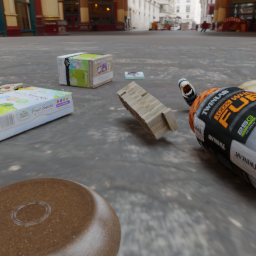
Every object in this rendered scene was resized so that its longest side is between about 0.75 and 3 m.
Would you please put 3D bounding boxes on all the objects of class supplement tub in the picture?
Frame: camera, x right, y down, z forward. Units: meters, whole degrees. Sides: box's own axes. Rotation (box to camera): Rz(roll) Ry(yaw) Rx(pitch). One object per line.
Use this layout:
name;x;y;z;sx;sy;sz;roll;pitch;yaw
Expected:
supplement tub;2.101;0.096;4.848;1.400;1.400;2.285;-7;23;-18

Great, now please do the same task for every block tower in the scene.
block tower;0.367;-0.471;6.565;0.591;0.552;2.044;-35;34;-6

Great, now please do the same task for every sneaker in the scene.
sneaker;1.795;-0.917;8.068;0.411;1.049;0.416;-35;23;14

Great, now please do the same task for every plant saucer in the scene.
plant saucer;-1.183;1.190;3.487;2.203;0.403;2.203;1;21;0

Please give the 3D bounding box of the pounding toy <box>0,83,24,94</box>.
pounding toy;-3.828;-1.182;8.695;0.975;0.978;1.705;1;21;14

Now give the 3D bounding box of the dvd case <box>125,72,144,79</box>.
dvd case;0.294;-2.454;13.100;0.884;0.133;1.210;0;22;0

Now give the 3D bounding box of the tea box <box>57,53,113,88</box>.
tea box;-1.734;-2.460;11.703;1.690;1.148;1.718;9;23;23

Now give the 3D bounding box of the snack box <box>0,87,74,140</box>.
snack box;-2.914;-0.500;7.409;1.731;0.645;2.434;14;25;31

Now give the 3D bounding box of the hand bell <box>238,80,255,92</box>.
hand bell;2.998;0.082;5.750;1.272;1.272;2.443;0;33;-1
